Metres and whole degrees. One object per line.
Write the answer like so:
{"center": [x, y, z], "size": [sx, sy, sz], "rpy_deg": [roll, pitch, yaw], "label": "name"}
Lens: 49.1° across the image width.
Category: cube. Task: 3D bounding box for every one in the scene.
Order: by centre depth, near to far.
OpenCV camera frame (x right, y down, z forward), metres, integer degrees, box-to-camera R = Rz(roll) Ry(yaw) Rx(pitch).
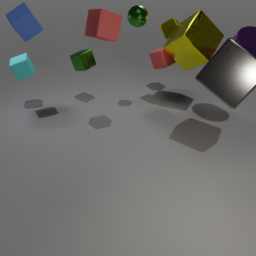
{"center": [-0.681, -2.813, 7.699], "size": [0.700, 0.700, 0.700], "rpy_deg": [1, 16, -39], "label": "cube"}
{"center": [2.988, -1.570, 8.113], "size": [1.400, 1.400, 1.400], "rpy_deg": [41, 21, 7], "label": "cube"}
{"center": [-3.149, -3.221, 8.546], "size": [0.700, 0.700, 0.700], "rpy_deg": [-36, 58, -2], "label": "cube"}
{"center": [2.475, -3.280, 10.688], "size": [1.400, 1.400, 1.400], "rpy_deg": [-57, 19, -18], "label": "cube"}
{"center": [-4.230, -2.451, 11.209], "size": [0.700, 0.700, 0.700], "rpy_deg": [-21, 41, -2], "label": "cube"}
{"center": [1.424, -2.871, 11.454], "size": [0.700, 0.700, 0.700], "rpy_deg": [-32, 24, -31], "label": "cube"}
{"center": [-1.894, -2.863, 11.835], "size": [0.700, 0.700, 0.700], "rpy_deg": [11, 39, 43], "label": "cube"}
{"center": [1.893, -4.234, 12.086], "size": [0.700, 0.700, 0.700], "rpy_deg": [-25, -2, 25], "label": "cube"}

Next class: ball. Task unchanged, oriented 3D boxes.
{"center": [0.329, -3.728, 9.351], "size": [0.700, 0.700, 0.700], "rpy_deg": [0, 30, 0], "label": "ball"}

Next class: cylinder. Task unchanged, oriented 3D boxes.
{"center": [4.023, -2.515, 9.707], "size": [1.400, 1.400, 1.400], "rpy_deg": [4, 69, -11], "label": "cylinder"}
